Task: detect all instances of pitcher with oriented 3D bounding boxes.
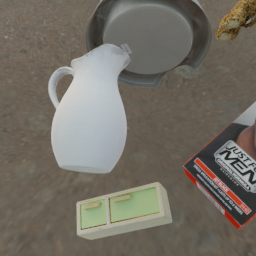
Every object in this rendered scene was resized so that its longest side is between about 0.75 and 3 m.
[{"bbox_3d":[-0.722,-0.235,4.314,1.523,1.076,1.776,-6,71,33],"label":"pitcher"}]

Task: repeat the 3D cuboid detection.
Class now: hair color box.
[{"bbox_3d":[1.878,0.266,3.788,2.072,0.634,1.051,-41,61,-3],"label":"hair color box"}]

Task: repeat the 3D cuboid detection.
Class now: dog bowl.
[{"bbox_3d":[0.430,-2.057,6.207,2.700,2.700,0.792,3,57,2],"label":"dog bowl"}]

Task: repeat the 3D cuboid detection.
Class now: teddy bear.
[{"bbox_3d":[3.262,-3.244,7.538,2.244,1.627,0.749,-42,72,15],"label":"teddy bear"}]

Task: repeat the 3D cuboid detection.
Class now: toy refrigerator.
[{"bbox_3d":[-0.094,1.431,4.780,1.542,0.539,0.585,-17,56,15],"label":"toy refrigerator"}]
